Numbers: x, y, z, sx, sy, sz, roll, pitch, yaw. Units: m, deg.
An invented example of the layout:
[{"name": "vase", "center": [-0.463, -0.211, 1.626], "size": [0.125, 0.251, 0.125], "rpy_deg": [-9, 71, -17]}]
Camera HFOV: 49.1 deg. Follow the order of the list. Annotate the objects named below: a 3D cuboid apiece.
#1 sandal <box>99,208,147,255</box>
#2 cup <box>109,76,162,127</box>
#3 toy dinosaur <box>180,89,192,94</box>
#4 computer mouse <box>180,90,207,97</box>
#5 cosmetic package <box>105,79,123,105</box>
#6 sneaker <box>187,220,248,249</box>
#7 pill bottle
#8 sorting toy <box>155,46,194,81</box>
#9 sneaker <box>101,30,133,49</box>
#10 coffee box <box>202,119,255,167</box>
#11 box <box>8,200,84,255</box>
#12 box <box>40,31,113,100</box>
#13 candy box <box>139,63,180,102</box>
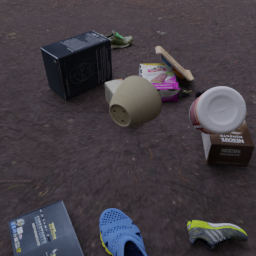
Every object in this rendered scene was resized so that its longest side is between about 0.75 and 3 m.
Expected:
[{"name": "sandal", "center": [0.041, 2.974, 6.842], "size": [1.056, 1.157, 2.657], "rpy_deg": [-21, 43, -19]}, {"name": "cup", "center": [0.066, -0.521, 6.883], "size": [1.265, 1.265, 0.905], "rpy_deg": [24, 45, 25]}, {"name": "toy dinosaur", "center": [2.478, -1.679, 12.780], "size": [0.890, 0.211, 0.392], "rpy_deg": [20, 23, 40]}, {"name": "computer mouse", "center": [3.003, -1.481, 12.641], "size": [1.357, 0.231, 0.398], "rpy_deg": [-9, 16, 1]}, {"name": "cosmetic package", "center": [-0.207, -1.114, 11.611], "size": [0.853, 1.010, 1.954], "rpy_deg": [-17, 45, -18]}, {"name": "sneaker", "center": [2.349, 2.903, 7.430], "size": [1.570, 0.580, 0.635], "rpy_deg": [1, 47, 13]}, {"name": "pill bottle", "center": [2.216, -0.391, 7.312], "size": [1.127, 1.127, 1.996], "rpy_deg": [4, 0, 5]}, {"name": "sorting toy", "center": [2.142, -3.049, 13.340], "size": [2.104, 0.384, 1.948], "rpy_deg": [36, 22, -12]}, {"name": "sneaker", "center": [-0.676, -5.216, 16.326], "size": [2.144, 0.950, 0.824], "rpy_deg": [-18, 44, -19]}, {"name": "coffee box", "center": [3.487, 0.111, 10.199], "size": [1.433, 0.999, 2.507], "rpy_deg": [3, 41, 3]}, {"name": "box", "center": [-2.133, 3.003, 7.270], "size": [1.551, 0.502, 1.967], "rpy_deg": [-17, 44, -20]}, {"name": "box", "center": [-2.246, -2.921, 12.850], "size": [2.785, 2.067, 1.491], "rpy_deg": [-31, 49, -31]}, {"name": "candy box", "center": [1.394, -2.146, 12.988], "size": [1.596, 0.714, 2.341], "rpy_deg": [-2, 40, -4]}]
